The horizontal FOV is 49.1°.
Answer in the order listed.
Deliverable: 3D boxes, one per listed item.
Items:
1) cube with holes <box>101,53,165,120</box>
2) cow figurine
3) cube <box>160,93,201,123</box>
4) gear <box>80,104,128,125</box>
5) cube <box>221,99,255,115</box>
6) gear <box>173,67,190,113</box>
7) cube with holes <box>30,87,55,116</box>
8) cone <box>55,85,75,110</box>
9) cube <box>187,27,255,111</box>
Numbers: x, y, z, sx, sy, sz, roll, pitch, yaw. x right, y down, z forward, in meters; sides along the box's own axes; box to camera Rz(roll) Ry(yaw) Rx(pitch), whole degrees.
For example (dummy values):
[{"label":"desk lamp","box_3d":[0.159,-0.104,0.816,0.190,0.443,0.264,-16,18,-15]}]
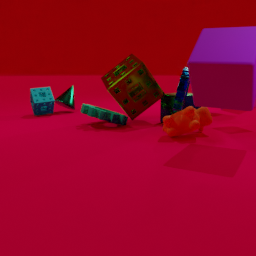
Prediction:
[{"label":"cube with holes","box_3d":[0.136,-1.414,9.469,1.387,1.387,1.387,-37,28,5]},{"label":"cow figurine","box_3d":[1.603,-0.163,7.647,1.385,0.760,1.362,-20,-8,7]},{"label":"cube","box_3d":[1.757,-0.649,9.376,0.982,0.982,0.982,-7,14,-31]},{"label":"gear","box_3d":[-0.760,-0.443,9.042,1.508,0.279,1.508,16,5,-2]},{"label":"cube","box_3d":[3.385,-0.930,8.629,0.753,0.753,0.753,11,-18,-20]},{"label":"gear","box_3d":[1.542,-1.050,7.878,0.234,1.266,1.266,15,15,13]},{"label":"cube with holes","box_3d":[-3.370,-1.048,10.983,0.757,0.757,0.757,-10,58,-26]},{"label":"cone","box_3d":[-2.513,-1.400,11.883,0.961,0.964,0.961,19,-12,4]},{"label":"cube","box_3d":[2.163,-1.298,6.136,1.275,1.275,1.275,8,53,28]}]
